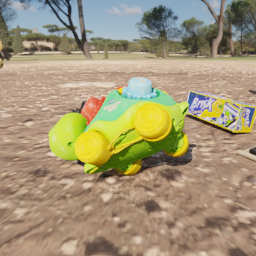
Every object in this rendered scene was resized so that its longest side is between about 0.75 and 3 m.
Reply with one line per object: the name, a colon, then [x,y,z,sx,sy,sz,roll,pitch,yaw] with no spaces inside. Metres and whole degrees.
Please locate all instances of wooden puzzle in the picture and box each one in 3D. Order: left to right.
wooden puzzle: [3.376,0.567,6.138,1.444,0.269,1.336,-9,18,-27]

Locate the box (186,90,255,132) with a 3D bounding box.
box: [2.727,-0.563,8.565,0.729,0.794,2.267,2,15,-28]

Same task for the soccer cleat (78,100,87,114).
soccer cleat: [-0.788,-0.130,7.752,0.994,0.926,2.715,17,6,-25]

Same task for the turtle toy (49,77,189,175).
turtle toy: [-0.200,0.036,4.832,2.583,1.305,1.882,-23,-22,14]

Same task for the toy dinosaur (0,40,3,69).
toy dinosaur: [-3.216,-2.065,6.418,0.754,1.492,0.434,14,40,18]
